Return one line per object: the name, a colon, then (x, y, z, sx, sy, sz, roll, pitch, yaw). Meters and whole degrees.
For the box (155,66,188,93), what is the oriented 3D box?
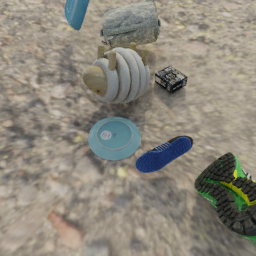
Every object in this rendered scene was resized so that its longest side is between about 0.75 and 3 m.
box: (1.370, -1.564, 8.978, 0.673, 0.354, 0.822, -31, 54, -23)

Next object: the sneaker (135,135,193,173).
sneaker: (0.922, 0.647, 6.949, 1.540, 0.600, 0.540, -27, 85, 20)

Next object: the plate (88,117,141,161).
plate: (-0.374, 0.224, 7.790, 1.480, 0.189, 1.480, 1, 54, -1)

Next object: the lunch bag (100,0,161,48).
lunch bag: (0.092, -3.418, 9.352, 1.947, 1.356, 1.633, -8, 24, 8)

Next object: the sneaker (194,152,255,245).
sneaker: (2.263, 1.484, 5.777, 1.149, 2.945, 1.254, -43, 101, 13)

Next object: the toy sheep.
toy sheep: (-0.155, -1.535, 8.068, 2.518, 1.736, 1.736, -12, 52, -32)

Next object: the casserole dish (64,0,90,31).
casserole dish: (-1.717, -4.461, 9.545, 0.441, 2.271, 1.376, 2, 47, -30)
